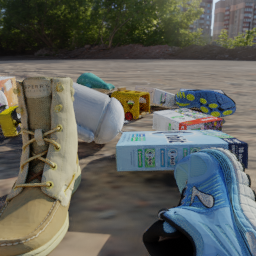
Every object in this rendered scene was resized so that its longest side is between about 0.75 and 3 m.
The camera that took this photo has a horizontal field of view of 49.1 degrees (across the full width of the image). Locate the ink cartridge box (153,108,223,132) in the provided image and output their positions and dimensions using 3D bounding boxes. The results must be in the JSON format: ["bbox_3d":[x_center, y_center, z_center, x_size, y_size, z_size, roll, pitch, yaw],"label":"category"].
[{"bbox_3d":[1.765,-0.006,7.395,1.223,0.565,2.246,-9,19,-27],"label":"ink cartridge box"}]

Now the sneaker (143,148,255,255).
[{"bbox_3d":[0.783,0.999,3.233,1.252,1.091,2.785,-3,16,2],"label":"sneaker"}]

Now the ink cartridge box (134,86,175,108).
[{"bbox_3d":[1.000,-1.181,10.715,0.987,0.572,1.362,16,5,41],"label":"ink cartridge box"}]

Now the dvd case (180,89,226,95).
[{"bbox_3d":[3.416,-1.436,12.729,2.098,0.258,2.940,3,17,9],"label":"dvd case"}]

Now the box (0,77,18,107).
[{"bbox_3d":[-5.041,-1.350,10.881,0.798,1.143,1.502,1,17,5],"label":"box"}]

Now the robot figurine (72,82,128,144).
[{"bbox_3d":[-1.018,-0.354,6.913,2.150,1.214,1.823,20,41,-7],"label":"robot figurine"}]

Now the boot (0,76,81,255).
[{"bbox_3d":[-1.214,0.310,3.850,0.934,1.994,2.565,1,17,4],"label":"boot"}]

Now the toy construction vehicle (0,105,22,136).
[{"bbox_3d":[-2.364,-0.516,8.717,2.564,1.037,2.945,-6,20,0],"label":"toy construction vehicle"}]

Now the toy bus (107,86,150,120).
[{"bbox_3d":[-0.175,-0.916,9.711,1.922,0.993,1.814,-4,17,-14],"label":"toy bus"}]

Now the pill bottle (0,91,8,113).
[{"bbox_3d":[-4.627,-0.510,8.273,1.861,1.045,1.045,-14,22,-40],"label":"pill bottle"}]

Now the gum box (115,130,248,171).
[{"bbox_3d":[0.933,0.392,5.576,2.198,0.490,1.867,-2,6,3],"label":"gum box"}]

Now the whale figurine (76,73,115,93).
[{"bbox_3d":[-1.657,-2.233,14.036,1.983,1.029,1.578,8,19,25],"label":"whale figurine"}]

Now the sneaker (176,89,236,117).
[{"bbox_3d":[2.877,-1.038,10.224,1.077,0.921,2.599,-16,19,-26],"label":"sneaker"}]
